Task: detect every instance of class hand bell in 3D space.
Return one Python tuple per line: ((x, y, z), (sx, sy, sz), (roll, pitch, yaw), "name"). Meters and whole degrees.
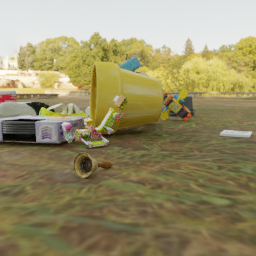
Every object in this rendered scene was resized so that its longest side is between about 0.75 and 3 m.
((-0.580, 0.707, 5.332), (0.457, 0.457, 0.877), (5, -4, 32), "hand bell")

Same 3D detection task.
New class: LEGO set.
((-0.695, -0.065, 7.900), (2.186, 1.005, 0.814), (-28, 30, -22), "LEGO set")

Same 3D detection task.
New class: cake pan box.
((-2.798, 0.000, 8.912), (2.450, 0.696, 2.660), (0, 6, 13), "cake pan box")

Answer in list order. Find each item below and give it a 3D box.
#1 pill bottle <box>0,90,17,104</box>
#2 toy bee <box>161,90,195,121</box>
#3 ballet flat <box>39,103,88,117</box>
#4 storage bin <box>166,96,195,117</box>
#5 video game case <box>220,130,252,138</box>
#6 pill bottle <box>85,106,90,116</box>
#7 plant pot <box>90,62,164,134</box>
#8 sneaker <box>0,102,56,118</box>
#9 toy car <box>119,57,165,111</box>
((-6.205, -1.174, 14.471), (0.863, 1.538, 0.863), (0, 8, 0), "pill bottle")
((2.627, -1.091, 14.261), (2.769, 1.813, 1.505), (9, 29, -17), "toy bee")
((-2.740, -0.617, 12.518), (0.961, 0.964, 2.877), (6, 9, 36), "ballet flat")
((3.097, -1.346, 17.085), (1.790, 1.202, 1.303), (-3, 8, -24), "storage bin")
((3.741, 0.197, 9.673), (0.941, 0.112, 0.857), (4, 8, 28), "video game case")
((-2.167, -1.025, 16.862), (0.611, 0.611, 1.101), (2, 8, 13), "pill bottle")
((-0.100, -1.013, 10.017), (2.361, 2.509, 2.509), (2, 7, -13), "plant pot")
((-4.979, -0.757, 13.826), (2.774, 0.997, 1.005), (3, -14, -21), "sneaker")
((-0.400, -1.225, 12.595), (2.895, 2.669, 2.561), (-35, 12, -26), "toy car")
